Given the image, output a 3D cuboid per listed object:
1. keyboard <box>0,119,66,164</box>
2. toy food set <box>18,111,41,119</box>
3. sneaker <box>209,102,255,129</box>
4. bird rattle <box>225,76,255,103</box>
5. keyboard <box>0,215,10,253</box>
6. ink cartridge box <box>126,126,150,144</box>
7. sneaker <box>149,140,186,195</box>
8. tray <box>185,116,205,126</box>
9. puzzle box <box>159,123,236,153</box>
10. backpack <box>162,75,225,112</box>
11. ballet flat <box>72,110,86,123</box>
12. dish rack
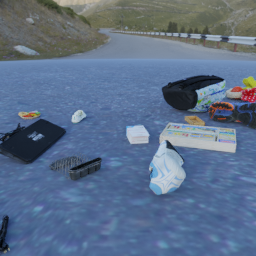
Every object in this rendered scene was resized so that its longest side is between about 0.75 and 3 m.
[{"bbox_3d":[-3.302,0.428,9.458,1.505,0.573,2.892,26,21,2],"label":"keyboard"},{"bbox_3d":[-4.498,-0.619,12.908,0.906,0.220,0.897,16,24,42],"label":"toy food set"},{"bbox_3d":[4.934,-0.659,11.796,2.851,1.074,1.118,17,19,37],"label":"sneaker"},{"bbox_3d":[6.733,-2.002,16.459,1.913,1.322,2.346,-2,27,32],"label":"bird rattle"},{"bbox_3d":[-2.752,1.932,5.051,1.241,0.201,1.953,-5,19,-16],"label":"keyboard"},{"bbox_3d":[0.340,0.263,9.901,0.647,0.382,1.125,-3,18,-9],"label":"ink cartridge box"},{"bbox_3d":[0.942,0.947,7.187,0.900,0.892,2.483,-39,0,13],"label":"sneaker"},{"bbox_3d":[2.837,-0.287,11.937,0.521,0.195,1.055,-3,17,-7],"label":"tray"},{"bbox_3d":[2.499,0.286,9.935,2.497,0.317,1.661,6,19,18],"label":"puzzle box"},{"bbox_3d":[3.533,-1.753,13.985,2.810,2.160,2.292,-32,25,-22],"label":"backpack"},{"bbox_3d":[-2.165,-0.571,12.439,0.451,0.451,1.299,3,18,8],"label":"ballet flat"},{"bbox_3d":[-1.491,0.980,7.723,1.355,0.370,1.039,16,23,41],"label":"dish rack"}]
